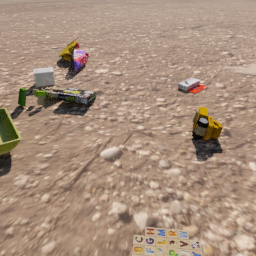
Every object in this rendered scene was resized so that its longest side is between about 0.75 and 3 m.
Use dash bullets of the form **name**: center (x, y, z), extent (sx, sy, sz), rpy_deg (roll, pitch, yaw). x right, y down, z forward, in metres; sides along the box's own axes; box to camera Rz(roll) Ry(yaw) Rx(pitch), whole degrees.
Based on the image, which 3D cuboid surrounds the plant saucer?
- **plant saucer**: center (-4.803, 0.354, 8.784), extent (2.438, 0.584, 2.441), rpy_deg (-18, 35, -26)

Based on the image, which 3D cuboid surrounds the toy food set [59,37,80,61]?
- **toy food set**: center (-3.344, -4.581, 16.680), extent (1.179, 0.654, 2.004), rpy_deg (-23, 31, 28)

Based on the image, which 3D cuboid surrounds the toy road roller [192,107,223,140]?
- **toy road roller**: center (2.669, -0.092, 9.435), extent (0.865, 0.728, 1.185), rpy_deg (15, 38, 1)

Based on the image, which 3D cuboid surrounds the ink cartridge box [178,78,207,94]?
- **ink cartridge box**: center (3.013, -1.975, 12.944), extent (1.100, 0.240, 0.955), rpy_deg (-27, 39, -37)

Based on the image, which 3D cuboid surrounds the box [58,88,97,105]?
- **box**: center (-2.090, -1.338, 11.635), extent (1.303, 0.288, 1.044), rpy_deg (10, 24, 10)

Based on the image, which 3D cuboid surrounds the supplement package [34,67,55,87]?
- **supplement package**: center (-3.947, -2.424, 13.247), extent (0.884, 0.671, 0.666), rpy_deg (-8, 32, -13)

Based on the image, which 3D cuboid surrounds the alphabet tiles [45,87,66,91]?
- **alphabet tiles**: center (-3.166, -1.758, 12.535), extent (0.945, 0.036, 0.790), rpy_deg (4, 14, -10)

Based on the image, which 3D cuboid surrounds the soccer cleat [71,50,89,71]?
- **soccer cleat**: center (-2.640, -3.733, 15.337), extent (0.878, 0.819, 2.400), rpy_deg (3, 29, -6)

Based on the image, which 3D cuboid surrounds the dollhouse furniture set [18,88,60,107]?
- **dollhouse furniture set**: center (-3.620, -1.252, 11.733), extent (1.776, 0.686, 0.888), rpy_deg (-3, 18, -44)

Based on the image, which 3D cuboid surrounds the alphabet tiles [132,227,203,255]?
- **alphabet tiles**: center (0.796, 2.548, 5.707), extent (1.429, 0.045, 1.189), rpy_deg (3, 32, 5)
